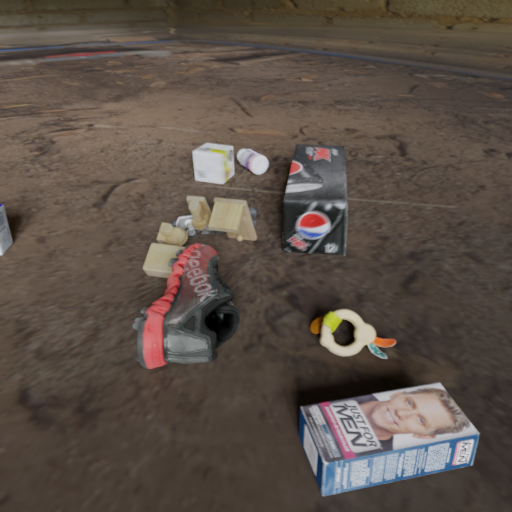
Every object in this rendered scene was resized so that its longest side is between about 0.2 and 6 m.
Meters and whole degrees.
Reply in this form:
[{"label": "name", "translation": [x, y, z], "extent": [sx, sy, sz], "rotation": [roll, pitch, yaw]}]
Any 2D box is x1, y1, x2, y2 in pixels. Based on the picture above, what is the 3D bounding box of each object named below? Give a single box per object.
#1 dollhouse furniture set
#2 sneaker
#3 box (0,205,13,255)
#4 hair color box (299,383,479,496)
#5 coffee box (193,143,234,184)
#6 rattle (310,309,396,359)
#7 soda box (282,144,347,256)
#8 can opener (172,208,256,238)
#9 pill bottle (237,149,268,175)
[{"label": "dollhouse furniture set", "translation": [-0.991, -0.083, 10.514], "extent": [1.535, 1.315, 1.614], "rotation": [7, 64, 14]}, {"label": "sneaker", "translation": [-0.814, 0.688, 8.371], "extent": [1.315, 0.951, 2.691], "rotation": [4, 31, 8]}, {"label": "box", "translation": [-5.281, -0.514, 10.676], "extent": [0.961, 0.883, 0.504], "rotation": [2, 30, 3]}, {"label": "hair color box", "translation": [1.452, 2.024, 6.315], "extent": [1.770, 0.536, 0.885], "rotation": [-6, 29, -12]}, {"label": "coffee box", "translation": [-1.061, -2.348, 14.199], "extent": [0.781, 0.780, 0.772], "rotation": [10, 31, 20]}, {"label": "rattle", "translation": [1.392, 1.216, 8.227], "extent": [1.064, 0.760, 0.692], "rotation": [12, 59, -10]}, {"label": "soda box", "translation": [1.286, -1.327, 11.940], "extent": [1.260, 1.128, 3.561], "rotation": [3, 28, 6]}, {"label": "can opener", "translation": [-0.869, -0.744, 11.570], "extent": [1.719, 0.458, 0.575], "rotation": [-10, 31, -20]}, {"label": "pill bottle", "translation": [-0.126, -2.524, 14.822], "extent": [0.515, 0.515, 0.925], "rotation": [-15, 32, -26]}]
